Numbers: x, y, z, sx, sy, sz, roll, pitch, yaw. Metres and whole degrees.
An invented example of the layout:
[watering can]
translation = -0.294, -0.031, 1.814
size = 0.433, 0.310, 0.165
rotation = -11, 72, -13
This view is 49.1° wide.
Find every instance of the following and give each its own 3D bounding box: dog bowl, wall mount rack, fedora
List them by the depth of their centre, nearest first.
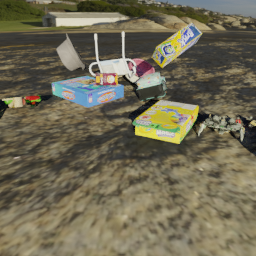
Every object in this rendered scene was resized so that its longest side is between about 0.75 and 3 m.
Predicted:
[wall mount rack]
translation = -0.614, -3.048, 12.083
size = 2.252, 1.957, 0.840
rotation = -14, -12, -25
[dog bowl]
translation = 0.595, -2.703, 13.385
size = 1.536, 0.567, 1.536
rotation = 14, 44, -15
[fedora]
translation = -3.346, -4.125, 15.938
size = 1.012, 2.241, 1.982
rotation = -29, 60, 0

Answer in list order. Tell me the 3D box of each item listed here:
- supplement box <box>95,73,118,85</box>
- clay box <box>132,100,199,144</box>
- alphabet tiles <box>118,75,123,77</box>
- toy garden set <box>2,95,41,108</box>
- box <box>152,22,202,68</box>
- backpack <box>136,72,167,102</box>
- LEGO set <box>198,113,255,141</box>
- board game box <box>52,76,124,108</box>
[supplement box]
translation = -0.845, -1.927, 11.020
size = 0.855, 0.472, 0.366
rotation = -3, 13, -10
[clay box]
translation = 1.187, -0.210, 8.545
size = 1.371, 0.568, 2.386
rotation = 12, 26, 24
[alphabet tiles]
translation = -0.516, -2.845, 14.413
size = 2.163, 0.082, 2.599
rotation = -8, 20, 22
[toy garden set]
translation = -4.232, -0.734, 9.492
size = 2.547, 0.508, 2.123
rotation = -10, 9, -28
[box]
translation = 1.357, -2.291, 7.725
size = 1.426, 0.499, 0.458
rotation = -39, 83, -19
[backpack]
translation = 0.980, -1.680, 11.283
size = 1.154, 1.006, 1.312
rotation = -15, 11, 23
[LEGO set]
translation = 3.107, -0.184, 8.429
size = 2.208, 0.626, 1.434
rotation = -16, 28, -32
[board game box]
translation = -1.694, -1.586, 11.680
size = 1.882, 0.557, 2.475
rotation = -22, 32, -40
